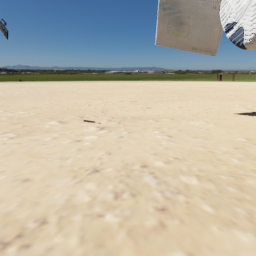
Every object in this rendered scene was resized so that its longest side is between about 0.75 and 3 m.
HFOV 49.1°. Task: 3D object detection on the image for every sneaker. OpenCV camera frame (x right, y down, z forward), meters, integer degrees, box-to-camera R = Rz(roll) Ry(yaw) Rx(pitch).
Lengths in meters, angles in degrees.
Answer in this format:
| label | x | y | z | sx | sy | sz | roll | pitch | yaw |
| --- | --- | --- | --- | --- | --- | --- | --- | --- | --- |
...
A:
| label | x | y | z | sx | sy | sz | roll | pitch | yaw |
| --- | --- | --- | --- | --- | --- | --- | --- | --- | --- |
| sneaker | 2.932 | -2.800 | 5.960 | 1.887 | 2.899 | 1.157 | 13 | -24 | -34 |

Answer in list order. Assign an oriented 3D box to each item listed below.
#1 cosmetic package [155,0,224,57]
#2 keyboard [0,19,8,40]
| label | x | y | z | sx | sy | sz | roll | pitch | yaw |
| --- | --- | --- | --- | --- | --- | --- | --- | --- | --- |
| cosmetic package | 2.245 | -3.935 | 9.653 | 2.240 | 2.247 | 1.381 | 15 | 50 | 15 |
| keyboard | -3.948 | -3.192 | 8.882 | 0.083 | 0.513 | 0.807 | -13 | 46 | -37 |
